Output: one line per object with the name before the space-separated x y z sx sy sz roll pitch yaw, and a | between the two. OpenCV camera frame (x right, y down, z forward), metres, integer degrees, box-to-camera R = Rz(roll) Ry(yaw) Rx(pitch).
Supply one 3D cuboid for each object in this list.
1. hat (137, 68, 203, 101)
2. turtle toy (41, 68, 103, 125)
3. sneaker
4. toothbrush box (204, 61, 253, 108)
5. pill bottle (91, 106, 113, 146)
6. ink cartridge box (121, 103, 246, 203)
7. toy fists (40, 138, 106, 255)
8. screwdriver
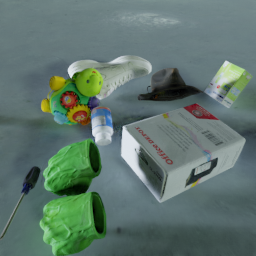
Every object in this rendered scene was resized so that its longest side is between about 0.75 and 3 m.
hat | 1.117 -1.202 7.624 1.877 0.757 1.877 -3 -4 0
turtle toy | -1.256 -0.745 7.005 1.391 1.909 0.965 1 46 -37
sneaker | -0.495 -1.531 8.928 2.659 0.995 1.324 -9 70 -10
toothbrush box | 2.935 -1.290 8.263 0.479 1.114 0.811 20 20 -36
pill bottle | -0.606 -0.040 6.598 0.482 0.482 0.858 -4 62 -6
ink cartridge box | 1.082 0.404 5.854 2.060 0.853 1.502 -18 44 -27
toy fists | -0.952 1.139 4.840 1.012 0.683 1.985 -20 52 14
screwdriver | -1.897 1.257 4.908 0.271 0.260 1.862 -28 22 16
